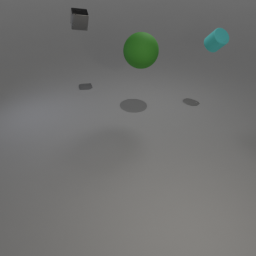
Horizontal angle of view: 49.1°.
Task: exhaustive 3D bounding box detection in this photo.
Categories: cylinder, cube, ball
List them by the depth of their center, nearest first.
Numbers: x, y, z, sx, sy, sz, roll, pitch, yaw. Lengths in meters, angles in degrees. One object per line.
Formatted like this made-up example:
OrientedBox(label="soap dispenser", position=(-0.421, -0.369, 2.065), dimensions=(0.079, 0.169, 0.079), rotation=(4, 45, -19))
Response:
OrientedBox(label="cylinder", position=(3.476, -3.447, 11.020), dimensions=(0.700, 0.700, 0.700), rotation=(-16, -7, -24))
OrientedBox(label="ball", position=(0.514, -3.047, 11.038), dimensions=(1.400, 1.400, 1.400), rotation=(0, 31, 0))
OrientedBox(label="cube", position=(-2.138, -4.776, 12.300), dimensions=(0.700, 0.700, 0.700), rotation=(-2, 44, -17))
